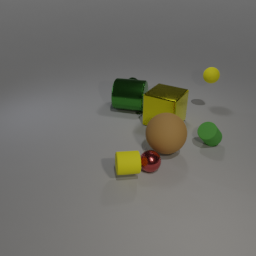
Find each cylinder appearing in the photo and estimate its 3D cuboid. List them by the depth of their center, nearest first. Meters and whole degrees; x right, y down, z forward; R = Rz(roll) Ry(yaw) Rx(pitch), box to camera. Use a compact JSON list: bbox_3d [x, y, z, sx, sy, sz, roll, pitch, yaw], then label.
[{"bbox_3d":[-0.009,1.050,8.464,0.700,0.700,0.700,-3,30,-9],"label":"cylinder"},{"bbox_3d":[2.951,0.222,10.089,0.700,0.700,0.700,-17,58,28],"label":"cylinder"},{"bbox_3d":[0.104,-1.494,12.638,1.400,1.400,1.400,7,31,12],"label":"cylinder"}]

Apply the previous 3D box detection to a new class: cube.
[{"bbox_3d":[1.540,-0.854,11.515,1.400,1.400,1.400,17,34,26],"label":"cube"}]

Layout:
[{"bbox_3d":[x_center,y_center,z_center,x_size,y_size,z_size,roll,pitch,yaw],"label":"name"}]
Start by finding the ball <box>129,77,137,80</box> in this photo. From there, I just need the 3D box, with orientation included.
[{"bbox_3d":[0.241,-2.314,14.753,0.700,0.700,0.700,0,30,0],"label":"ball"}]

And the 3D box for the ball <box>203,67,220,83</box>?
[{"bbox_3d":[3.625,-2.292,12.178,0.700,0.700,0.700,0,30,0],"label":"ball"}]

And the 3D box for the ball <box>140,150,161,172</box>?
[{"bbox_3d":[0.704,1.054,8.913,0.700,0.700,0.700,0,30,0],"label":"ball"}]

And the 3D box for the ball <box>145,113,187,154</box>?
[{"bbox_3d":[1.293,0.180,9.484,1.400,1.400,1.400,0,30,0],"label":"ball"}]
